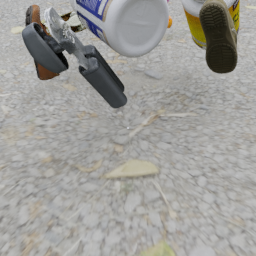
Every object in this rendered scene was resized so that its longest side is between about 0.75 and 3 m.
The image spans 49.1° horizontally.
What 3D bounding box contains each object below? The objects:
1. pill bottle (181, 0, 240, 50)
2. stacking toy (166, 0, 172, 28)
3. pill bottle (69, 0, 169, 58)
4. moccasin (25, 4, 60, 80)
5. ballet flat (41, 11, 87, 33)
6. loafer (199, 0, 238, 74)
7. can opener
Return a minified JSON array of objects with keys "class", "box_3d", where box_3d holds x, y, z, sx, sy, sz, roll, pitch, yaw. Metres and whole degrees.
[{"class":"pill bottle","box_3d":[2.342,-3.406,7.850,1.491,2.730,1.491,-5,76,20]},{"class":"stacking toy","box_3d":[0.860,-4.188,8.736,1.391,1.315,2.397,-17,85,-29]},{"class":"pill bottle","box_3d":[-0.339,-2.647,6.173,1.421,1.421,2.456,-20,44,-23]},{"class":"moccasin","box_3d":[-1.757,-1.758,5.929,0.635,1.646,0.602,-14,41,-14]},{"class":"ballet flat","box_3d":[-2.145,-3.256,9.012,2.351,0.831,0.831,-22,42,0]},{"class":"loafer","box_3d":[1.663,-1.627,4.983,0.596,1.568,0.529,7,57,28]},{"class":"can opener","box_3d":[-0.933,-1.181,5.568,0.901,2.695,0.719,-22,58,14]}]
